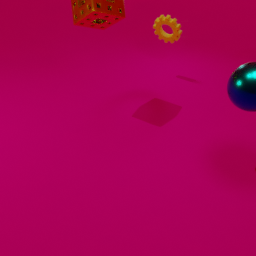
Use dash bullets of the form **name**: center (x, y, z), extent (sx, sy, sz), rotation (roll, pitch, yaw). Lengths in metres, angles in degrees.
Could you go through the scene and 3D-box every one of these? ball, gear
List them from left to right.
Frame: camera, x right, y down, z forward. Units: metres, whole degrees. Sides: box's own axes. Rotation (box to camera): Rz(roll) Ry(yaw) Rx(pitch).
- **gear**: center (1.425, -3.569, 10.141), extent (1.053, 1.053, 0.195), rotation (21, 62, 24)
- **ball**: center (2.603, -0.852, 5.829), extent (1.034, 1.034, 1.034), rotation (0, 39, 0)

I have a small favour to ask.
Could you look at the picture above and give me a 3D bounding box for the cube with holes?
- **cube with holes**: center (-0.823, -3.359, 7.505), extent (1.015, 1.015, 1.015), rotation (-7, 1, -40)
